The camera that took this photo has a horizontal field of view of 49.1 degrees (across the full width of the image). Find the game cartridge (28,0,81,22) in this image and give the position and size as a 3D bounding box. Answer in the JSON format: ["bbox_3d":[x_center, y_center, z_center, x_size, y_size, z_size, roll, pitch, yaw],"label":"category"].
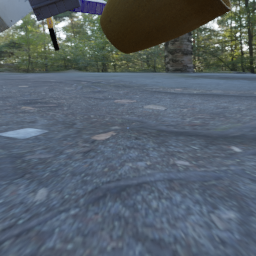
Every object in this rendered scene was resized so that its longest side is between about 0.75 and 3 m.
[{"bbox_3d":[-1.879,-3.482,6.288,1.169,1.804,0.346,-19,34,0],"label":"game cartridge"}]

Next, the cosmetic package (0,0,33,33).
[{"bbox_3d":[-3.399,-3.544,7.763,1.894,1.165,1.888,0,46,47],"label":"cosmetic package"}]

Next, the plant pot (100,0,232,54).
[{"bbox_3d":[0.594,-2.827,6.214,2.451,2.284,2.284,-30,-6,35],"label":"plant pot"}]

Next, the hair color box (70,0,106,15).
[{"bbox_3d":[-1.186,-3.270,7.383,1.129,0.366,0.617,-7,38,-35],"label":"hair color box"}]

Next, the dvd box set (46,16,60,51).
[{"bbox_3d":[-2.480,-3.272,9.136,0.183,0.910,1.243,-13,57,-7],"label":"dvd box set"}]
